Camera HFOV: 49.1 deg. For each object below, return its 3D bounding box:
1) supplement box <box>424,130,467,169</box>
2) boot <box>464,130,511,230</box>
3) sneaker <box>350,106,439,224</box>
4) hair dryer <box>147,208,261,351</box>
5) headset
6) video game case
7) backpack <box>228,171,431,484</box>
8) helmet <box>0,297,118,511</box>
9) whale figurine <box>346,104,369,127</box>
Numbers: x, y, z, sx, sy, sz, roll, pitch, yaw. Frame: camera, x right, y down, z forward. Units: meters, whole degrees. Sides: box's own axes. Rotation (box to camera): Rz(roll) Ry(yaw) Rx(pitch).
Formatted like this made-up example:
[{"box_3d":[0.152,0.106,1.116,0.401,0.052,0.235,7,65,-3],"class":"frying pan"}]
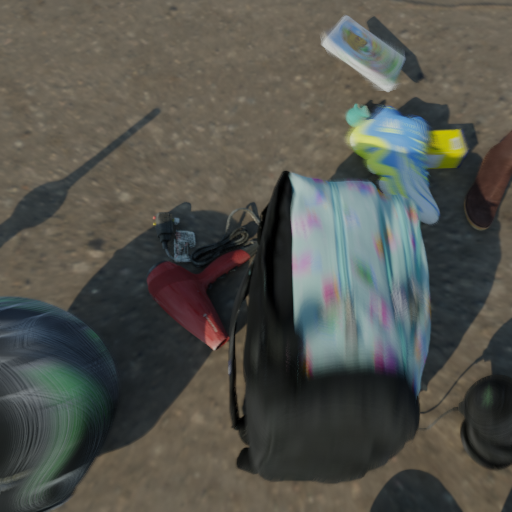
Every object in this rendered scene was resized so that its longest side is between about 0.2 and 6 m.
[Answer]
[{"box_3d":[3.326,-1.962,10.357,0.932,0.507,0.510,-2,64,-1],"class":"supplement box"},{"box_3d":[4.112,-1.352,9.602,0.568,1.307,1.571,18,65,5],"class":"boot"},{"box_3d":[2.623,-1.700,9.754,0.878,1.217,2.317,-3,52,-51],"class":"sneaker"},{"box_3d":[-0.791,0.274,9.165,1.971,0.703,2.588,-1,65,-2],"class":"hair dryer"},{"box_3d":[3.330,2.177,7.859,2.559,1.580,1.202,2,48,20],"class":"headset"},{"box_3d":[2.072,-3.851,10.570,1.479,0.179,1.625,34,42,-3],"class":"video game case"},{"box_3d":[1.022,0.800,7.796,2.542,3.352,4.016,10,54,-6],"class":"backpack"},{"box_3d":[-3.091,1.780,7.236,2.594,2.594,2.473,12,92,6],"class":"helmet"},{"box_3d":[1.920,-2.655,10.628,0.303,0.584,0.465,-16,93,-15],"class":"whale figurine"}]
